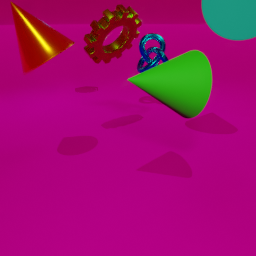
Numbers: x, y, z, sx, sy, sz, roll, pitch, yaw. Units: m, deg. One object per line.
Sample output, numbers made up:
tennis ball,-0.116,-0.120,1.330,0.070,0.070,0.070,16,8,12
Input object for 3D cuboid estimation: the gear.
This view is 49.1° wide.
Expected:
gear,-0.364,-2.241,6.837,1.524,1.524,0.282,-21,66,-41

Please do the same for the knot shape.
knot shape,0.855,-2.615,9.790,1.443,1.351,0.667,7,15,39

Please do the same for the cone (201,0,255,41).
cone,2.562,-2.773,6.482,1.624,1.624,1.630,6,12,15

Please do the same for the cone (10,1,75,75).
cone,-1.811,-1.803,5.224,1.169,1.173,1.169,-27,22,12

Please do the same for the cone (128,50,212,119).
cone,0.528,-0.741,4.559,1.155,1.151,1.151,1,21,-23
